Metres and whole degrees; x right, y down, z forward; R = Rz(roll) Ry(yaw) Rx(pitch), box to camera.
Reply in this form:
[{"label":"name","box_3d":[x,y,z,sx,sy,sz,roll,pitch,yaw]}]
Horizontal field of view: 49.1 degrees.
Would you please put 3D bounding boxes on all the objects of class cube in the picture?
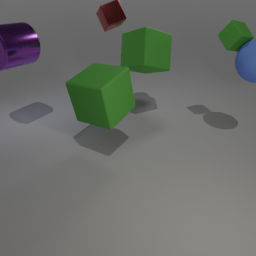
[{"label":"cube","box_3d":[-0.579,-3.853,9.634,0.700,0.700,0.700,-28,9,-15]},{"label":"cube","box_3d":[0.694,-2.939,10.833,1.400,1.400,1.400,0,4,-41]},{"label":"cube","box_3d":[3.611,-3.079,9.400,0.700,0.700,0.700,-6,64,-35]},{"label":"cube","box_3d":[-0.791,-1.013,8.601,1.400,1.400,1.400,14,43,31]}]

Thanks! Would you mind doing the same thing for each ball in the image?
[{"label":"ball","box_3d":[4.219,-2.167,9.079,1.400,1.400,1.400,0,30,0]}]

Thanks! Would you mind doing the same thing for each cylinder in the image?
[{"label":"cylinder","box_3d":[-3.942,-2.755,9.412,1.400,1.400,1.400,18,31,28]}]
